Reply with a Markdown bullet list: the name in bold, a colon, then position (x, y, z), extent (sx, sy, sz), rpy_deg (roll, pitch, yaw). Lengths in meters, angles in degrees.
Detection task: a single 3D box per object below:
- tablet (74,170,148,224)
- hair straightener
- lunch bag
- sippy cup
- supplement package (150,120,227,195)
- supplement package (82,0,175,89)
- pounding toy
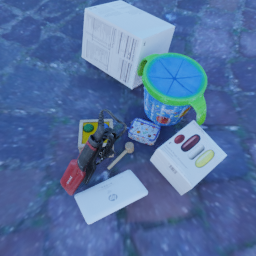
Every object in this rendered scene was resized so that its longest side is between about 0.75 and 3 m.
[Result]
- **tablet**: position (-0.387, 1.473, 6.207), extent (1.451, 0.099, 0.944), rpy_deg (-23, 36, -17)
- **hair straightener**: position (-0.685, 0.462, 5.723), extent (0.528, 2.581, 0.993), rpy_deg (45, 47, 17)
- **lunch bag**: position (0.417, 0.065, 7.319), extent (0.799, 0.302, 0.640), rpy_deg (21, 55, 13)
- **sippy cup**: position (1.018, -0.830, 6.954), extent (1.533, 1.431, 1.952), rpy_deg (2, 58, -5)
- **supplement package**: position (1.312, 0.661, 6.224), extent (1.127, 0.829, 1.077), rpy_deg (-37, 76, -21)
- **supplement package**: position (-0.054, -2.486, 8.173), extent (2.059, 1.551, 1.562), rpy_deg (36, 47, 23)
- **pounding toy**: position (-0.515, 0.369, 6.857), extent (1.335, 0.611, 1.173), rpy_deg (-2, 52, -1)
